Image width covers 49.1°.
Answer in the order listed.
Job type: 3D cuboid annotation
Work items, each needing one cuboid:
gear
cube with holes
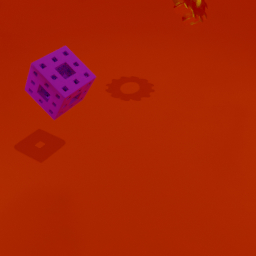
[{"bbox_3d":[1.455,-3.323,6.902,0.295,1.597,1.597,-15,25,40],"label":"gear"},{"bbox_3d":[-1.339,-0.877,5.508,0.859,0.859,0.859,46,52,1],"label":"cube with holes"}]
